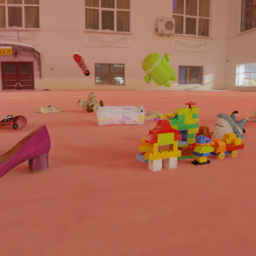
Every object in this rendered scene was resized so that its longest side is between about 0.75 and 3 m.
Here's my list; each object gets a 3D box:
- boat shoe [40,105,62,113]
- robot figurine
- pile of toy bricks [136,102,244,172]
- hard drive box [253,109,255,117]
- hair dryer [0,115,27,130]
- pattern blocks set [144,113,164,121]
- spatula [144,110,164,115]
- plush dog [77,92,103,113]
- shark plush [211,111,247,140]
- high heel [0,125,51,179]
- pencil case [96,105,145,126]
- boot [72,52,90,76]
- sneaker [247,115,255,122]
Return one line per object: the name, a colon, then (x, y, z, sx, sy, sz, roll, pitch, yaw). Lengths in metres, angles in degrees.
boat shoe: (-4.716, -1.195, 17.246, 1.459, 0.474, 0.526, -9, 13, -41)
robot figurine: (1.118, -2.129, 10.223, 1.443, 1.266, 0.835, 40, 7, -20)
pile of toy bricks: (1.502, 0.057, 7.208, 2.930, 1.447, 1.626, -5, 11, -26)
hard drive box: (6.580, -0.725, 12.397, 1.628, 0.802, 2.089, 24, 20, 24)
hair dryer: (-4.889, -0.088, 11.352, 2.080, 0.565, 1.585, 0, 22, 40)
pattern blocks set: (0.935, -0.591, 14.652, 1.947, 0.180, 2.215, -3, 10, -18)
spatula: (1.085, -0.866, 15.534, 2.122, 0.170, 1.476, 8, 2, 39)
plush dog: (-2.217, -1.353, 17.334, 1.476, 1.184, 1.267, -36, 40, -22)
shark plush: (3.555, -0.078, 9.201, 2.475, 1.031, 1.124, -7, 12, -37)
high heel: (-2.617, 0.532, 5.705, 2.141, 1.029, 0.722, -10, 14, -44)
pencil case: (-0.316, -0.558, 12.370, 2.126, 0.884, 0.965, -1, -2, -4)
boot: (-2.366, -3.247, 14.378, 0.451, 1.245, 0.898, -31, 52, 4)
sneaker: (6.123, -0.430, 13.323, 0.925, 0.362, 0.357, 10, -9, 16)
